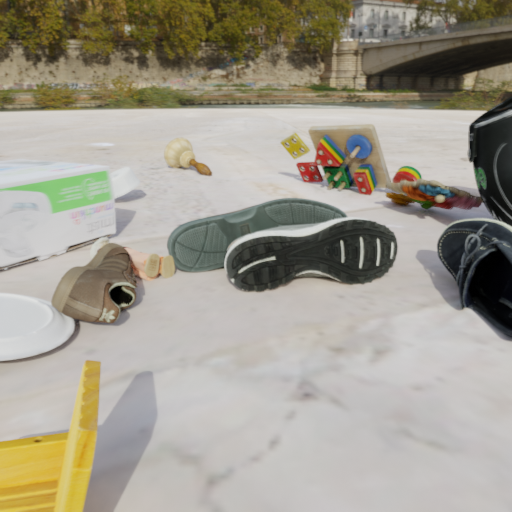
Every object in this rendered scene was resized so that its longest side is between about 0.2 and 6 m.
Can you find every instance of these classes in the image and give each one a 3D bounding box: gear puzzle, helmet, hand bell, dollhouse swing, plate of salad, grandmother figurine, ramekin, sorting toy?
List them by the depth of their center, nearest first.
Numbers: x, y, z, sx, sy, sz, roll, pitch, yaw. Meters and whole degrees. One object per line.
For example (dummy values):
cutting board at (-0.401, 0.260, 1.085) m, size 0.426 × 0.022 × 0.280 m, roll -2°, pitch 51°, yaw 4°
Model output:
dollhouse swing at (-1.312, 1.191, 2.959) m, size 1.013 × 0.980 × 1.114 m, roll -4°, pitch 19°, yaw -12°
plate of salad at (-2.550, 0.720, 5.457) m, size 1.480 × 0.356 × 1.480 m, roll 10°, pitch 17°, yaw -3°
grandmother figurine at (-1.786, 0.026, 7.600) m, size 1.396 × 0.423 × 0.847 m, roll 12°, pitch -7°, yaw 40°
helmet at (4.686, -1.322, 8.228) m, size 2.686 × 2.560 × 2.686 m, roll -29°, pitch 7°, yaw 4°
gear puzzle at (3.066, -1.072, 10.496) m, size 1.238 × 0.313 × 2.391 m, roll 16°, pitch 0°, yaw -15°
ramekin at (-2.845, -1.524, 11.633) m, size 0.782 × 0.381 × 0.782 m, roll -20°, pitch 25°, yaw 10°
sorting toy at (1.905, -2.086, 12.499) m, size 3.327 × 1.604 × 0.563 m, roll 9°, pitch 50°, yaw 39°
hand bell at (-1.721, -2.531, 15.327) m, size 0.908 × 0.908 × 1.744 m, roll -12°, pitch 35°, yaw -34°

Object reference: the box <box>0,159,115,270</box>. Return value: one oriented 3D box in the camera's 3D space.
box at (-3.839, -0.695, 8.502) m, size 2.210 × 1.211 × 2.505 m, roll 10°, pitch 19°, yaw 32°

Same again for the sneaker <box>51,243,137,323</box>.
sneaker at (-1.681, 0.370, 6.413) m, size 0.695 × 0.648 × 1.841 m, roll 28°, pitch 14°, yaw -2°

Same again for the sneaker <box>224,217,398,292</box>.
sneaker at (0.707, -0.097, 7.237) m, size 2.319 × 0.857 × 0.919 m, roll -4°, pitch 14°, yaw -10°

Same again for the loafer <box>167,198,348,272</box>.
loafer at (0.014, -0.353, 7.973) m, size 2.610 × 0.938 × 0.821 m, roll -7°, pitch 13°, yaw -14°

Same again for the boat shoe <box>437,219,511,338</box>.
boat shoe at (2.602, 0.199, 6.176) m, size 0.784 × 0.940 × 2.520 m, roll 2°, pitch 22°, yaw -12°
